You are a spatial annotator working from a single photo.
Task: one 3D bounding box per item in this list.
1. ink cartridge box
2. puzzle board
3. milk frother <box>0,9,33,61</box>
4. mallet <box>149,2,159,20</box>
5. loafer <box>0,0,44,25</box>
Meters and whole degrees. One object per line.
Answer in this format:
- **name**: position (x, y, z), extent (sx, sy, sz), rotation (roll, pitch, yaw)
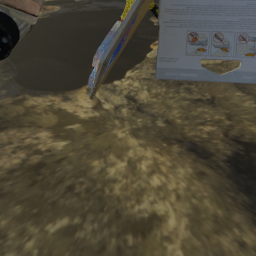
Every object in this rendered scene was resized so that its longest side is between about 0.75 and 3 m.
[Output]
- **ink cartridge box**: position (1.650, -1.753, 4.967), extent (2.259, 1.960, 0.492), rotation (4, 1, 7)
- **puzzle board**: position (-0.011, -1.514, 4.159), extent (0.242, 2.094, 2.778), rotation (32, -7, -7)
- **milk frother**: position (-3.046, -2.370, 5.958), extent (1.381, 1.530, 1.439), rotation (-11, 37, 11)
- **mallet**: position (0.531, -3.373, 7.860), extent (0.572, 2.781, 0.916), rotation (39, 93, 36)
- **loafer**: position (-1.608, -1.739, 3.236), extent (0.635, 0.555, 1.766), rotation (39, 14, 11)
